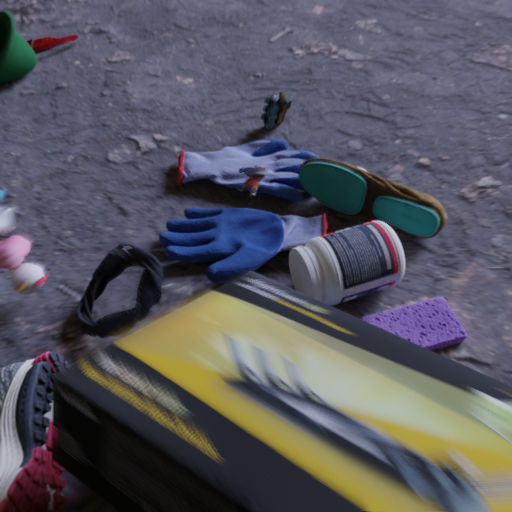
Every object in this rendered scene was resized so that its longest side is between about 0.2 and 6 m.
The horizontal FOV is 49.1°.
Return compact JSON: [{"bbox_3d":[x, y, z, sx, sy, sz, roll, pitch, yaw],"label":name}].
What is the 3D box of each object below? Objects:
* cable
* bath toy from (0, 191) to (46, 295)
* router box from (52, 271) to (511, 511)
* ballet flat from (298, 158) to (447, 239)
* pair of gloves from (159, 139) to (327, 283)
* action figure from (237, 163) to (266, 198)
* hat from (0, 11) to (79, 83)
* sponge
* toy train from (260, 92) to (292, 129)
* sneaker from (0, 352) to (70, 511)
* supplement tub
[{"bbox_3d":[-2.017,0.600,8.258,1.264,0.394,1.549,33,82,33],"label":"cable"},{"bbox_3d":[-3.533,-0.121,8.029,0.606,1.640,0.713,8,38,40],"label":"bath toy"},{"bbox_3d":[0.688,1.845,5.712,4.288,1.120,3.371,23,27,25],"label":"router box"},{"bbox_3d":[2.061,-1.111,9.830,2.651,0.899,0.959,21,32,17],"label":"ballet flat"},{"bbox_3d":[-0.160,-0.916,9.901,2.868,0.406,3.568,-1,47,2],"label":"pair of gloves"},{"bbox_3d":[-0.068,-1.356,9.830,0.635,0.332,0.614,18,71,49],"label":"action figure"},{"bbox_3d":[-5.390,-4.380,13.078,2.268,1.997,1.879,-39,59,16],"label":"hat"},{"bbox_3d":[2.298,1.082,8.237,1.370,0.204,0.764,-13,49,-11],"label":"sponge"},{"bbox_3d":[0.411,-2.940,11.369,0.509,0.894,0.381,-18,66,-19],"label":"toy train"},{"bbox_3d":[-2.825,2.632,6.293,1.191,1.285,3.189,-15,41,8],"label":"sneaker"},{"bbox_3d":[1.364,0.134,8.500,1.514,1.062,1.062,-16,50,-13],"label":"supplement tub"}]
